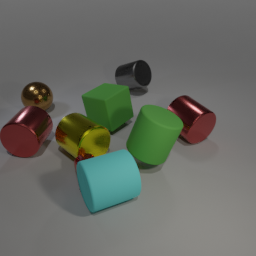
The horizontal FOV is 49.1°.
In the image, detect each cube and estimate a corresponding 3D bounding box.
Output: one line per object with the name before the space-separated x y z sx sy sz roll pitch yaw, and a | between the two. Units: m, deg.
cube | -0.807 -0.895 11.493 1.400 1.400 1.400 15 38 39

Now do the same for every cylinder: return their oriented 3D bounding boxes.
cylinder | -3.606 0.107 10.075 1.400 1.400 1.400 3 30 6
cylinder | -0.554 1.435 7.774 1.400 1.400 1.400 -14 33 -22
cylinder | -1.559 0.341 9.681 1.400 1.400 1.400 -25 38 -37
cylinder | -1.278 1.264 8.711 0.700 0.700 0.700 -10 37 -16
cylinder | 0.277 -2.723 14.614 1.400 1.400 1.400 -3 20 46
cylinder | 2.371 -0.338 10.714 1.400 1.400 1.400 -17 41 -28
cylinder | 0.816 0.198 8.810 1.400 1.400 1.400 18 27 -9

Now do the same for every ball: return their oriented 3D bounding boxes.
ball | -4.110 -1.393 12.696 1.400 1.400 1.400 0 30 0
